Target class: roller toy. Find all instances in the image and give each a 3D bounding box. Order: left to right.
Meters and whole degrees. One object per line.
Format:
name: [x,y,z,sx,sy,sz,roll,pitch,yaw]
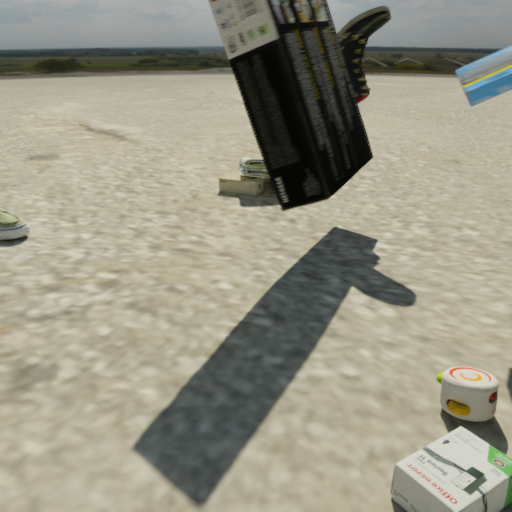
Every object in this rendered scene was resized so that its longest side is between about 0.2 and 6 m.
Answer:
roller toy: [2.264,1.481,5.960,0.571,0.437,0.626,1,13,-1]

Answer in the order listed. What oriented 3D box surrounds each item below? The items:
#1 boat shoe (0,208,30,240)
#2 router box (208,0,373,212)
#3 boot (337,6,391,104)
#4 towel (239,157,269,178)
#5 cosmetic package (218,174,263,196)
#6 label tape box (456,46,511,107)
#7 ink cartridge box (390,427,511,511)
boat shoe: [-5.354,-0.755,11.143,1.966,0.610,0.708,10,25,23]
router box: [0.784,-3.242,10.295,1.049,4.110,3.065,-12,16,30]
boot: [2.178,-4.108,11.799,1.958,1.479,0.707,-28,-10,29]
towel: [0.465,-2.263,14.413,1.757,0.494,2.053,6,10,-5]
cosmetic package: [-0.381,-1.782,13.964,1.011,0.359,0.532,9,24,20]
label tape box: [3.474,-2.573,8.158,0.886,0.389,1.228,-20,26,23]
ink cartridge box: [1.730,1.962,4.860,0.919,0.382,0.673,-15,27,-32]
